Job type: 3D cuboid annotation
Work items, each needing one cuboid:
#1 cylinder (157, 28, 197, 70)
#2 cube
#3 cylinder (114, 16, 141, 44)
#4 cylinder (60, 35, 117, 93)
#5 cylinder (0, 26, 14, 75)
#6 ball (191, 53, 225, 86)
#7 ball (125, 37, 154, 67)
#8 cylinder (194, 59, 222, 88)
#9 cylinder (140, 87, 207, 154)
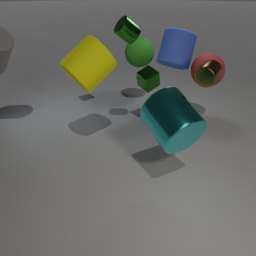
[{"bbox_3d":[2.068,-3.335,11.901,1.400,1.400,1.400,14,6,-2],"label":"cylinder"},{"bbox_3d":[0.834,-2.022,11.551,0.700,0.700,0.700,-35,53,-17],"label":"cube"},{"bbox_3d":[-0.023,-3.421,9.785,0.700,0.700,0.700,28,13,-32],"label":"cylinder"},{"bbox_3d":[-1.345,-2.163,9.555,1.400,1.400,1.400,-46,40,-4],"label":"cylinder"},{"bbox_3d":[-5.148,-2.913,10.483,1.400,1.400,1.400,20,47,-24],"label":"cylinder"},{"bbox_3d":[3.338,-2.423,11.735,1.400,1.400,1.400,0,28,0],"label":"ball"},{"bbox_3d":[0.547,-3.616,13.405,1.400,1.400,1.400,0,28,0],"label":"ball"},{"bbox_3d":[2.594,-1.763,9.048,0.700,0.700,0.700,17,40,29],"label":"cylinder"},{"bbox_3d":[1.271,-0.215,7.991,1.400,1.400,1.400,-16,56,-27],"label":"cylinder"}]
